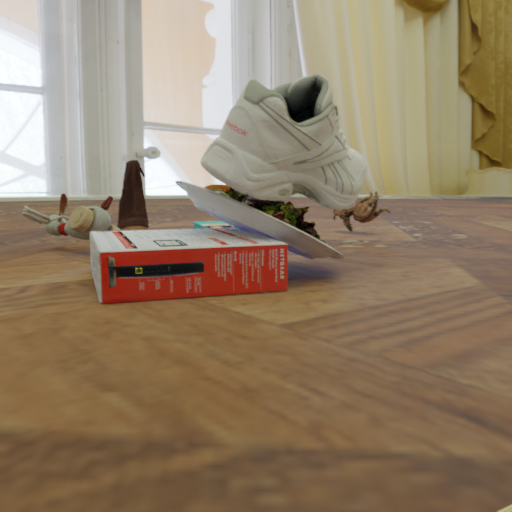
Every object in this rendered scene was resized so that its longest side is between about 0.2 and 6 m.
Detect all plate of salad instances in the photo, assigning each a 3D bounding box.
[{"bbox_3d":[0.082,-0.531,7.030,2.307,0.554,2.307,25,-2,1],"label":"plate of salad"}]

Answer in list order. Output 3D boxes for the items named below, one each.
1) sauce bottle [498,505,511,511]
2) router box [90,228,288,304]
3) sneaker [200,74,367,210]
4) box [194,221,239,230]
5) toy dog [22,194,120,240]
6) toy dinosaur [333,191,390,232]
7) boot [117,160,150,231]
[{"bbox_3d":[-0.201,0.791,0.338,2.272,0.750,0.750,-6,10,-32],"label":"sauce bottle"},{"bbox_3d":[-0.912,0.031,6.604,1.953,0.532,2.176,-2,8,-18],"label":"router box"},{"bbox_3d":[0.680,-1.355,6.570,1.093,1.394,2.806,37,24,27],"label":"sneaker"},{"bbox_3d":[-0.641,-0.352,9.939,0.694,0.414,1.686,-2,8,-16],"label":"box"},{"bbox_3d":[-2.877,-0.669,9.225,1.644,0.792,1.084,16,-19,21],"label":"toy dog"},{"bbox_3d":[2.299,-0.920,12.251,0.948,0.600,1.398,-30,8,-7],"label":"toy dinosaur"},{"bbox_3d":[-2.760,-1.296,12.372,0.709,1.629,1.959,-2,8,-15],"label":"boot"}]
